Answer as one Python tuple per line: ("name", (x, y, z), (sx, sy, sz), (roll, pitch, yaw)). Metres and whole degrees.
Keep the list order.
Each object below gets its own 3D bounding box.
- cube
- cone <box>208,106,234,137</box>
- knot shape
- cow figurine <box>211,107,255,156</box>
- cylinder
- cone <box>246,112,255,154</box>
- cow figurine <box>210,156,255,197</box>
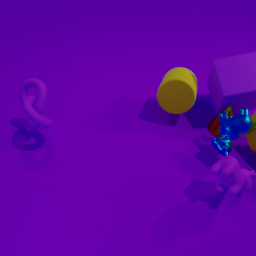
("cube", (3.392, -1.349, 8.838), (1.342, 1.342, 1.342), (-10, 66, 4))
("cone", (3.033, -0.321, 8.624), (0.954, 0.958, 0.954), (0, 46, 0))
("knot shape", (-2.723, -0.687, 8.172), (0.745, 1.508, 1.612), (-10, 3, -23))
("cow figurine", (2.913, 0.155, 7.766), (1.285, 0.705, 1.265), (-16, 66, 12))
("cylinder", (1.590, -1.200, 8.916), (1.165, 1.165, 1.165), (12, 31, 11))
("cone", (4.540, 0.215, 8.010), (1.609, 1.603, 1.603), (13, 34, -39))
("cow figurine", (2.654, 1.134, 6.965), (1.241, 1.262, 0.693), (-37, 26, -31))
